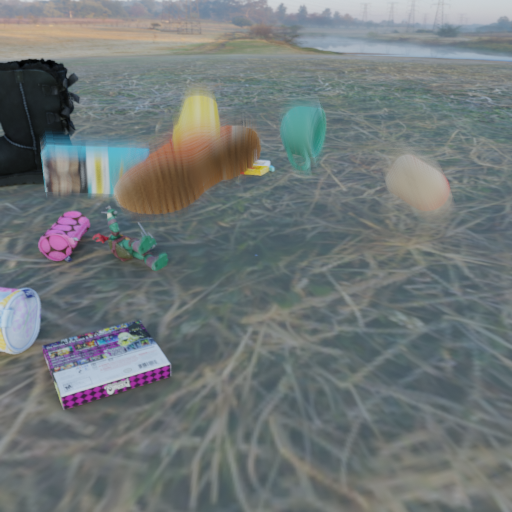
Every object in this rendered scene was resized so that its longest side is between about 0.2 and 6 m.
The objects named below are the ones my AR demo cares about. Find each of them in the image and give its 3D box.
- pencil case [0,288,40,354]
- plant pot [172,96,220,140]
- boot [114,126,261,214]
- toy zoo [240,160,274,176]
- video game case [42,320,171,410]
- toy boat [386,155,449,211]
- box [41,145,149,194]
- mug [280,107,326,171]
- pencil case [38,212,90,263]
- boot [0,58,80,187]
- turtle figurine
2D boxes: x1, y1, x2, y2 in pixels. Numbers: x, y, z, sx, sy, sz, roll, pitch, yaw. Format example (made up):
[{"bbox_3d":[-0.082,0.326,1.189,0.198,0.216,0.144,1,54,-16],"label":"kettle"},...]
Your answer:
[{"bbox_3d":[-3.800,0.745,7.160,1.996,0.830,0.906,5,4,13],"label":"pencil case"},{"bbox_3d":[-1.070,-2.451,10.500,0.947,0.891,0.947,2,-13,0],"label":"plant pot"},{"bbox_3d":[-1.095,-1.265,7.853,2.122,0.796,1.138,-27,33,-24],"label":"boot"},{"bbox_3d":[-0.236,-2.349,14.759,1.458,0.149,0.956,6,25,15],"label":"toy zoo"},{"bbox_3d":[-1.822,1.265,6.770,1.271,0.228,1.152,-13,28,-27],"label":"video game case"},{"bbox_3d":[2.901,-1.268,9.910,1.112,0.726,0.727,41,23,28],"label":"toy boat"},{"bbox_3d":[-2.573,-1.394,9.101,1.648,0.678,0.405,0,28,-7],"label":"box"},{"bbox_3d":[0.860,-2.382,11.007,0.704,0.935,1.138,14,63,21],"label":"mug"},{"bbox_3d":[-3.361,-0.380,9.980,0.616,0.596,1.314,-28,23,10],"label":"pencil case"},{"bbox_3d":[-5.876,-3.129,13.262,3.444,2.822,1.275,-4,26,-7],"label":"boot"},{"bbox_3d":[-2.150,-0.245,9.567,1.434,0.722,1.074,27,-5,42],"label":"turtle figurine"}]
